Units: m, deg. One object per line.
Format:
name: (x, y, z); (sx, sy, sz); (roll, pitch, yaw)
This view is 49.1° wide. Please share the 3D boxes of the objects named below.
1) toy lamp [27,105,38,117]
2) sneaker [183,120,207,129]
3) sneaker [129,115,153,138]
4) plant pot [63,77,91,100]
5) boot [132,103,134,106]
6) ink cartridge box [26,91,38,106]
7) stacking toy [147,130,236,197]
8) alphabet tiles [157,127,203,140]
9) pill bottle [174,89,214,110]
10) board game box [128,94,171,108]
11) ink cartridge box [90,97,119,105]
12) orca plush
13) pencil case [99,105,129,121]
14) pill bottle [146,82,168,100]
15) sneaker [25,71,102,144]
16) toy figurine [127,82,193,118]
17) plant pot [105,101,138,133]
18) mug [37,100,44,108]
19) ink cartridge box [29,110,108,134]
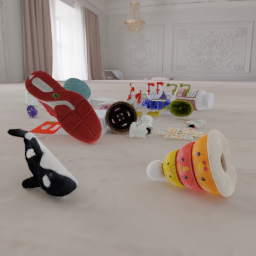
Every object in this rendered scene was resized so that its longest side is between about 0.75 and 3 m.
toy lamp: (-4.225, -0.742, 12.342); (0.437, 0.437, 1.500); (-5, 12, -20)
sneaker: (2.363, -0.084, 9.739); (0.853, 0.300, 0.399); (1, 31, -10)
sneaker: (0.551, -0.018, 8.872); (0.595, 0.551, 1.467); (13, 24, 20)
plant pot: (-2.947, -1.803, 15.274); (1.574, 1.574, 1.060); (5, 49, 22)
boot: (-0.106, -1.116, 14.389); (0.832, 0.275, 0.728); (-1, 12, -2)
ink cartridge box: (-5.218, -1.753, 16.216); (1.260, 0.728, 1.732); (-5, 13, -23)
stacking toy: (1.018, 0.716, 4.949); (1.526, 1.115, 1.115); (-16, 3, 30)
alphabet tiles: (1.630, 0.189, 8.738); (1.389, 0.101, 1.359); (3, 14, 15)
pill bottle: (3.335, -1.438, 14.137); (1.810, 1.015, 1.015); (11, 16, 38)
board game box: (1.162, -1.538, 15.529); (1.951, 0.627, 1.439); (-6, 14, -28)
ink cartridge box: (-1.299, -1.466, 16.016); (1.415, 0.334, 1.132); (16, 19, 36)
orca plush: (-1.686, 0.661, 4.944); (0.754, 1.116, 2.121); (-43, 56, -14)
pencil case: (-0.535, -0.683, 11.433); (0.678, 0.708, 1.637); (-21, 0, 29)
pill bottle: (1.400, -1.603, 13.765); (0.818, 0.818, 1.468); (7, -22, 30)
sneaker: (-1.773, -0.514, 8.513); (1.076, 2.747, 1.587); (-43, -10, -8)
toy figurine: (1.529, -1.235, 12.304); (2.835, 1.495, 1.699); (2, 5, 21)
plant pot: (-0.225, -0.369, 9.339); (1.028, 1.028, 1.018); (0, 3, -2)
mug: (-3.906, -1.399, 14.326); (1.230, 1.036, 1.403); (-4, -18, -1)
ink cartridge box: (-1.917, -0.266, 9.722); (2.452, 0.580, 1.963); (1, 12, 1)
